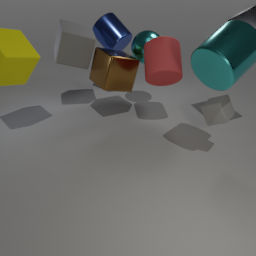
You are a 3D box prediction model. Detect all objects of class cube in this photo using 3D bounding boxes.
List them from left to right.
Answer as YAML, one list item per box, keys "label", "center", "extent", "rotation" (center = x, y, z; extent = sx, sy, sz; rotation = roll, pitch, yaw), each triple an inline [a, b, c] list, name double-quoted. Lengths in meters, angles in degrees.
- label: "cube"
  center: [-4.223, -2.446, 9.718]
  extent: [1.400, 1.400, 1.400]
  rotation: [52, 33, 12]
- label: "cube"
  center: [-2.269, -3.513, 11.786]
  extent: [1.400, 1.400, 1.400]
  rotation: [8, 35, -22]
- label: "cube"
  center: [-0.588, -2.414, 11.635]
  extent: [1.400, 1.400, 1.400]
  rotation: [-2, 29, -36]
- label: "cube"
  center: [2.867, -0.568, 8.939]
  extent: [0.700, 0.700, 0.700]
  rotation: [-11, 20, 47]
- label: "cube"
  center: [4.501, -3.270, 9.504]
  extent: [1.400, 1.400, 1.400]
  rotation: [-10, 0, -28]

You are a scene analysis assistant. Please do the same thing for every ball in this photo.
- label: "ball"
  center: [0.835, -3.430, 11.953]
  extent: [1.400, 1.400, 1.400]
  rotation: [0, 29, 0]

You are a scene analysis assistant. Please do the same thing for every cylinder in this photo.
- label: "cylinder"
  center: [-0.747, -4.392, 13.153]
  extent: [1.400, 1.400, 1.400]
  rotation: [50, 44, 5]
- label: "cylinder"
  center: [1.322, -2.503, 10.647]
  extent: [1.400, 1.400, 1.400]
  rotation: [-1, -15, 0]
- label: "cylinder"
  center: [2.703, -1.986, 7.725]
  extent: [1.400, 1.400, 1.400]
  rotation: [-42, 45, -17]
